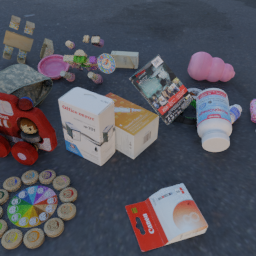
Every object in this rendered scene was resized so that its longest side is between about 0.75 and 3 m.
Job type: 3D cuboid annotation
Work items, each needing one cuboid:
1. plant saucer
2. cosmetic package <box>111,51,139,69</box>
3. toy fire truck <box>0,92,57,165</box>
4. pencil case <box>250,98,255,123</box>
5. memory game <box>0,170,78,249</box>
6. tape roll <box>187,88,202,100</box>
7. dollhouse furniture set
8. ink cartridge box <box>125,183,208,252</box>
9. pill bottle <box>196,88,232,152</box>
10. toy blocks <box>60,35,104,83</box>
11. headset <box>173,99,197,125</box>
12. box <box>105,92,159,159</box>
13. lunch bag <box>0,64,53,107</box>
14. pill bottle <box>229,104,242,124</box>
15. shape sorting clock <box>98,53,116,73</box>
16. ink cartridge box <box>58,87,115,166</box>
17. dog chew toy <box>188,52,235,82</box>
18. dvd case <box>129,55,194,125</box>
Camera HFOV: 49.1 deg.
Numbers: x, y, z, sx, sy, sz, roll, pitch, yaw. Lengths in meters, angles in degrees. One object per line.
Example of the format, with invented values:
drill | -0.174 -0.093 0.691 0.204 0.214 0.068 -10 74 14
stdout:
plant saucer | -3.966 -3.229 15.078 1.673 0.424 1.673 0 59 0
cosmetic package | -0.185 -3.851 15.811 1.529 0.791 0.559 5 41 7
toy fire truck | -4.009 -0.141 10.140 2.854 2.396 1.600 13 42 15
pencil case | 5.682 -0.768 12.332 0.551 0.551 1.260 11 42 13
memory game | -3.032 2.411 8.836 2.928 0.187 2.928 0 40 0
tape roll | 3.179 -1.544 13.436 0.940 0.311 0.940 1 40 -1
dollhouse furniture set | -5.557 -4.552 15.615 2.521 2.209 1.674 13 32 -27
ink cartridge box | 1.095 2.592 8.396 2.009 0.504 1.629 -10 41 -15
pill bottle | 3.372 -0.315 11.030 1.296 1.296 2.383 4 54 5
toy blocks | -2.098 -3.420 14.572 2.058 2.202 1.854 7 -2 20
headset | 2.107 -1.149 12.234 2.674 1.256 1.651 23 43 9
box | -0.262 -0.160 11.073 2.514 1.226 1.564 28 47 29
lunch bag | -4.987 -1.816 12.829 2.131 1.528 2.598 30 53 31
pill bottle | 4.462 -0.586 12.071 0.608 0.608 1.085 31 48 31
shape sorting clock | -0.840 -2.503 10.902 0.792 0.792 0.155 18 33 20
ink cartridge box | -1.416 -0.043 10.053 1.726 2.358 1.012 21 45 23
dog chew toy | 4.319 -3.045 14.454 2.332 1.452 1.452 16 42 6
dvd case | 1.221 -1.358 9.810 1.513 0.228 2.073 -43 97 -23
